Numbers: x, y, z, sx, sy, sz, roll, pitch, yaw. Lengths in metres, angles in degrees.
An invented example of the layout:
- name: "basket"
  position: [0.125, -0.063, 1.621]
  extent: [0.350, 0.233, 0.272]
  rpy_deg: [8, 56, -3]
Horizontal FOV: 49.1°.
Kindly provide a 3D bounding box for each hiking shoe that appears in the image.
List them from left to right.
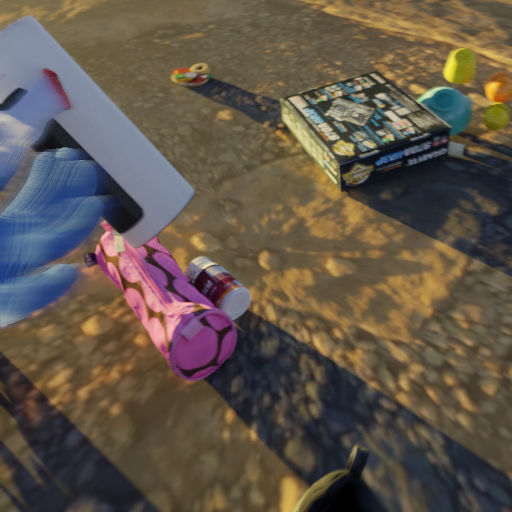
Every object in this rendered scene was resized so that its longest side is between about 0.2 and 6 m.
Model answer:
- name: "hiking shoe"
  position: [0.236, 2.920, 4.140]
  extent: [1.146, 1.524, 3.027]
  rpy_deg: [12, 43, 14]

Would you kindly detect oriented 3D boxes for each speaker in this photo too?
- name: "speaker"
  position: [-1.954, -1.349, 6.399]
  extent: [1.060, 2.610, 1.060]
  rpy_deg: [-37, 20, 16]

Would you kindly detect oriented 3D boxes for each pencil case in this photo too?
- name: "pencil case"
  position: [-1.250, 0.468, 7.249]
  extent: [1.085, 1.120, 2.390]
  rpy_deg: [-31, 50, -21]

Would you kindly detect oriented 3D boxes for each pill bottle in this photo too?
- name: "pill bottle"
  position: [-0.551, 0.434, 7.736]
  extent: [0.528, 0.528, 0.926]
  rpy_deg: [-28, 48, -28]

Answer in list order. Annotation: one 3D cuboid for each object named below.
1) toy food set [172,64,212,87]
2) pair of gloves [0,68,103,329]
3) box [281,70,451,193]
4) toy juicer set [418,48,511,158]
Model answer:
- name: "toy food set"
  position: [-1.539, -4.317, 13.385]
  extent: [0.943, 0.229, 0.934]
  rpy_deg: [-5, 42, -6]
- name: "pair of gloves"
  position: [-2.425, -0.508, 5.192]
  extent: [2.268, 0.321, 2.821]
  rpy_deg: [-39, 56, 15]
- name: "box"
  position: [2.004, -2.521, 10.808]
  extent: [2.218, 0.642, 2.790]
  rpy_deg: [-19, 44, -9]
- name: "toy juicer set"
  position: [4.029, -2.771, 11.299]
  extent: [1.803, 0.771, 2.834]
  rpy_deg: [36, 77, 23]
